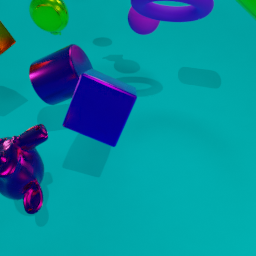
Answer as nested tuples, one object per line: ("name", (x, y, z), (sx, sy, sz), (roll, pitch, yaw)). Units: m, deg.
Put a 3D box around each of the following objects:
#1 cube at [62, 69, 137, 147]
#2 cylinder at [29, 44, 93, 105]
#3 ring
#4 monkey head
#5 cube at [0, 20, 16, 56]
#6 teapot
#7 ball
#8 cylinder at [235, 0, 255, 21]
("cube", (-0.511, -0.433, 5.477), (1.060, 1.060, 1.060), (23, 15, -6))
("cylinder", (-1.623, -1.325, 7.062), (1.205, 1.205, 1.205), (-18, 37, 18))
("ring", (1.096, -3.136, 7.080), (2.083, 0.417, 2.083), (6, 6, -1))
("monkey head", (-1.711, 0.560, 4.694), (1.204, 1.009, 1.674), (-33, 40, -6))
("cube", (-3.721, -2.302, 6.935), (1.090, 1.090, 1.090), (24, 64, 41))
("teapot", (-2.420, -3.644, 8.854), (1.223, 1.967, 0.963), (3, 51, 5))
("ball", (0.533, -3.665, 9.303), (1.094, 1.094, 1.094), (0, 41, 0))
("cylinder", (3.677, -3.623, 7.466), (1.267, 1.267, 1.267), (30, 34, -24))
